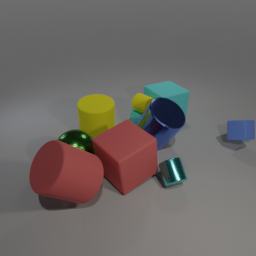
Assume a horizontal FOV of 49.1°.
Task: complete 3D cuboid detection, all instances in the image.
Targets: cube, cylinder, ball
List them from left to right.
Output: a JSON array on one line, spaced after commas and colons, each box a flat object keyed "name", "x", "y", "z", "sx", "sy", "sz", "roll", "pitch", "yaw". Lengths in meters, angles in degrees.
[{"name": "cylinder", "x": -1.608, "y": 1.182, "z": 7.417, "sx": 1.400, "sy": 1.400, "sz": 1.400, "roll": 30, "pitch": 5, "yaw": -45}, {"name": "ball", "x": -1.693, "y": 0.740, "z": 9.072, "sx": 1.400, "sy": 1.400, "sz": 1.400, "roll": 0, "pitch": 31, "yaw": 0}, {"name": "cylinder", "x": -1.210, "y": -0.383, "z": 10.879, "sx": 1.400, "sy": 1.400, "sz": 1.400, "roll": 1, "pitch": 36, "yaw": 0}, {"name": "cube", "x": -0.066, "y": 0.848, "z": 8.575, "sx": 1.400, "sy": 1.400, "sz": 1.400, "roll": -30, "pitch": 44, "yaw": -26}, {"name": "cube", "x": 0.448, "y": -0.285, "z": 11.479, "sx": 0.700, "sy": 0.700, "sz": 0.700, "roll": 3, "pitch": 31, "yaw": 0}, {"name": "cylinder", "x": 0.624, "y": -0.968, "z": 11.231, "sx": 0.700, "sy": 0.700, "sz": 0.700, "roll": -26, "pitch": 39, "yaw": -37}, {"name": "cylinder", "x": 1.130, "y": -0.146, "z": 10.120, "sx": 1.400, "sy": 1.400, "sz": 1.400, "roll": 14, "pitch": 49, "yaw": -17}, {"name": "cube", "x": 1.600, "y": -1.059, "z": 12.067, "sx": 1.400, "sy": 1.400, "sz": 1.400, "roll": -15, "pitch": 34, "yaw": -26}, {"name": "cylinder", "x": 1.367, "y": 1.337, "z": 8.494, "sx": 0.700, "sy": 0.700, "sz": 0.700, "roll": -10, "pitch": 69, "yaw": -17}, {"name": "cube", "x": 4.063, "y": 0.068, "z": 10.073, "sx": 0.700, "sy": 0.700, "sz": 0.700, "roll": -3, "pitch": 3, "yaw": -40}]
